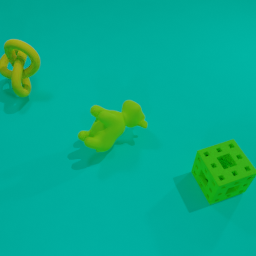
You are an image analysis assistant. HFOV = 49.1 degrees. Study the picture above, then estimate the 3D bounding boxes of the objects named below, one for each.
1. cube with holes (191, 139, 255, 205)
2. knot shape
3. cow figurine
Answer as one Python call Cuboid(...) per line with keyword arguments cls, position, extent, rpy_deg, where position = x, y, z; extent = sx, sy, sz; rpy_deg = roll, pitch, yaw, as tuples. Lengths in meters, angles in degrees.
Cuboid(cls="cube with holes", position=(2.094, 0.982, 6.258), extent=(0.915, 0.915, 0.915), rpy_deg=(-16, 53, -10))
Cuboid(cls="knot shape", position=(-2.965, -1.768, 7.664), extent=(0.739, 1.496, 1.599), rpy_deg=(-13, 70, -40))
Cuboid(cls="cow figurine", position=(-0.300, -0.026, 6.867), extent=(0.829, 1.487, 1.511), rpy_deg=(35, 99, 48))
